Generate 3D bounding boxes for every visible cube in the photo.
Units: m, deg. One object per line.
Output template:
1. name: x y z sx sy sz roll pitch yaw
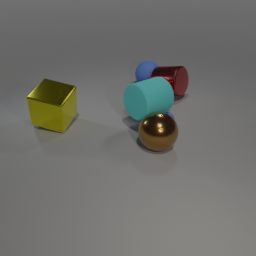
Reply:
1. cube: -2.934 -0.891 11.090 1.400 1.400 1.400 15 44 8

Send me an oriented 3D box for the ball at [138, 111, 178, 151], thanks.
1. ball: 1.059 0.116 9.821 1.400 1.400 1.400 0 30 0

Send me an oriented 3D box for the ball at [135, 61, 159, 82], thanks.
1. ball: 1.090 -2.908 15.069 1.400 1.400 1.400 0 30 0

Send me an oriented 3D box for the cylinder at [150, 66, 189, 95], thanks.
1. cylinder: 2.046 -2.331 13.802 1.400 1.400 1.400 8 28 38

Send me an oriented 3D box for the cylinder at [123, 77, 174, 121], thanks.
1. cylinder: 0.784 -1.128 10.680 1.400 1.400 1.400 -22 36 -35

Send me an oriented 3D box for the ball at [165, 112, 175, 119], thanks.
1. ball: 1.518 -0.307 11.212 0.700 0.700 0.700 0 30 0

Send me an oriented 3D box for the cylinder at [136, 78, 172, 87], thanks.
1. cylinder: 1.076 -1.455 12.494 1.400 1.400 1.400 -14 32 -22
